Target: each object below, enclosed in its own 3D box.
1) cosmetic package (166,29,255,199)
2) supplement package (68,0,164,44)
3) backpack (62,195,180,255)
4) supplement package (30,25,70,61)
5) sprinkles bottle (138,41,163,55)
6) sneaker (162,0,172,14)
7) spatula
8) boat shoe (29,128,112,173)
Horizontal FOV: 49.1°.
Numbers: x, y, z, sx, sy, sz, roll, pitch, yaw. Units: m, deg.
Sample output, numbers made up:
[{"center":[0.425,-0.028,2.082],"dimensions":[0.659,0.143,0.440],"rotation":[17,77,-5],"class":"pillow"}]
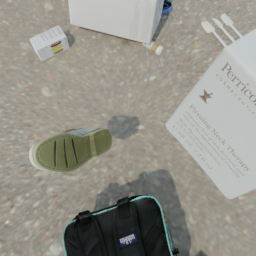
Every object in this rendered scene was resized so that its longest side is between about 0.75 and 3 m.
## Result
[{"center":[2.589,-0.359,5.601],"dimensions":[2.198,2.643,2.212],"rotation":[-32,75,-28],"class":"cosmetic package"},{"center":[-0.332,-4.281,9.258],"dimensions":[2.875,1.721,1.743],"rotation":[16,54,6],"class":"supplement package"},{"center":[0.009,3.150,6.129],"dimensions":[2.370,2.067,2.696],"rotation":[-18,59,-3],"class":"backpack"},{"center":[-2.623,-2.846,9.440],"dimensions":[1.083,0.616,0.593],"rotation":[-31,69,-12],"class":"supplement package"},{"center":[0.769,-2.853,9.612],"dimensions":[0.891,0.304,0.304],"rotation":[36,72,14],"class":"sprinkles bottle"},{"center":[0.787,-4.687,10.174],"dimensions":[1.751,0.682,0.614],"rotation":[15,68,6],"class":"sneaker"},{"center":[3.440,-3.376,9.937],"dimensions":[1.099,0.127,1.581],"rotation":[-23,67,-15],"class":"spatula"},{"center":[-1.146,0.392,5.469],"dimensions":[0.675,1.975,0.738],"rotation":[1,96,34],"class":"boat shoe"}]
